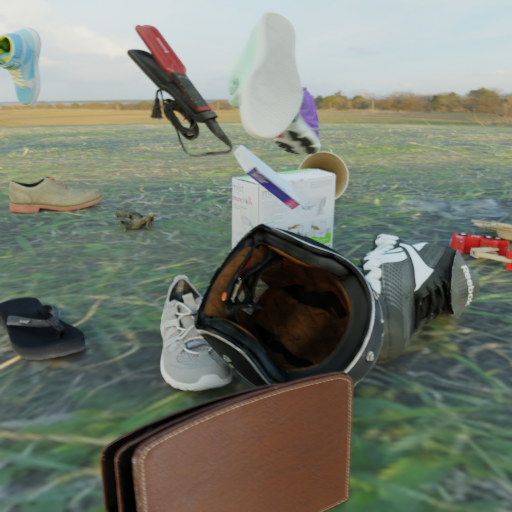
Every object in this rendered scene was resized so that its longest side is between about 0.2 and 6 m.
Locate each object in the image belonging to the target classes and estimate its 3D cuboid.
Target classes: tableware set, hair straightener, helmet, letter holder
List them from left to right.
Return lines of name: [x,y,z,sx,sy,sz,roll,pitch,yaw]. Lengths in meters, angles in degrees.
hair straightener: [-1.771,-3.483,12.577,0.745,1.402,3.643,-24,69,-46]
letter holder: [-0.221,1.504,4.467,1.835,1.304,0.923,-11,20,-31]
helmet: [0.432,0.694,6.209,1.832,1.921,1.921,33,12,-13]
tableware set: [6.036,-0.493,11.917,2.396,0.333,2.868,9,11,7]

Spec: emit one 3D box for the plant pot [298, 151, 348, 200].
plant pot: [1.958,-2.301,16.878,1.479,1.479,1.579,1,2,3]

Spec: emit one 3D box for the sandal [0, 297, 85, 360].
sandal: [-3.115,0.908,7.797,0.826,0.465,2.172,-15,23,-41]

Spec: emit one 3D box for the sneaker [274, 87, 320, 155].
sneaker: [0.530,-3.153,11.401,1.139,1.179,2.826,2,-19,25]

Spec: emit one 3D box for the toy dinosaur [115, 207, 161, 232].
toy dinosaur: [-2.987,-0.871,13.691,0.738,0.556,1.444,0,7,-41]

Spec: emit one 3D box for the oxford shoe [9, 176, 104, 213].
oxford shoe: [-5.545,-1.759,15.588,2.511,0.939,0.885,-7,19,-22]

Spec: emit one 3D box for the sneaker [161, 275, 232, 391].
sneaker: [-0.868,0.925,7.001,0.787,0.863,2.105,-7,23,-19]

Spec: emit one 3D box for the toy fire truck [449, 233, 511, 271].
toy fire truck: [4.604,-0.097,11.194,1.523,0.371,1.074,10,19,28]

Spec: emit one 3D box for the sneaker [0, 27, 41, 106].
sneaker: [-4.845,-3.711,11.157,0.626,1.575,1.028,20,30,13]

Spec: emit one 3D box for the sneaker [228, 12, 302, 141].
sneaker: [0.024,-1.902,6.734,0.674,1.830,1.080,18,-32,-18]

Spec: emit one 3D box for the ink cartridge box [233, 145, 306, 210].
ink cartridge box: [0.188,-1.081,8.113,0.992,0.219,1.011,35,18,-32]

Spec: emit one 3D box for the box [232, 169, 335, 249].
box: [0.556,-0.746,11.018,1.945,1.716,0.940,-13,22,-34]

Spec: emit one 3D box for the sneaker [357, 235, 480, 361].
sneaker: [2.347,0.449,8.020,1.652,1.213,3.651,2,15,17]
